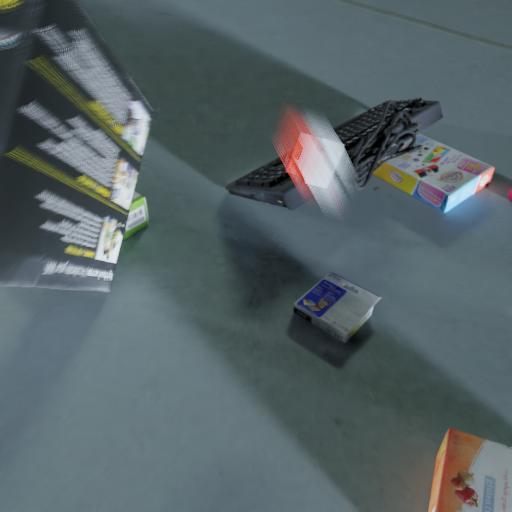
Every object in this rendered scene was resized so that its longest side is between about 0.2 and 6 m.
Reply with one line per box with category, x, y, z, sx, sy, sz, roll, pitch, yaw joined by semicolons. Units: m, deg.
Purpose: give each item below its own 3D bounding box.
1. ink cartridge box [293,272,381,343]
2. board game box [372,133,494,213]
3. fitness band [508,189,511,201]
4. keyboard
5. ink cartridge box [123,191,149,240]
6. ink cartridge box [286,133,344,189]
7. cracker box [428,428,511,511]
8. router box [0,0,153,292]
ink cartridge box;1.240;0.761;8.592;0.973;0.231;0.984;28;47;30
board game box;3.451;-1.768;11.314;1.547;0.408;2.021;-29;49;-29
fitness band;5.300;-1.138;10.803;0.801;0.150;0.575;14;43;17
keyboard;1.917;-2.481;11.227;5.153;1.021;2.682;-34;34;-32
ink cartridge box;-2.950;-0.879;10.141;1.657;0.628;1.225;30;49;31
ink cartridge box;0.872;-1.424;8.428;0.668;0.770;0.168;13;45;-7
cracker box;2.965;2.906;5.804;2.238;0.646;1.499;15;44;16
router box;-2.549;-1.158;7.029;1.062;4.157;3.101;12;86;4
